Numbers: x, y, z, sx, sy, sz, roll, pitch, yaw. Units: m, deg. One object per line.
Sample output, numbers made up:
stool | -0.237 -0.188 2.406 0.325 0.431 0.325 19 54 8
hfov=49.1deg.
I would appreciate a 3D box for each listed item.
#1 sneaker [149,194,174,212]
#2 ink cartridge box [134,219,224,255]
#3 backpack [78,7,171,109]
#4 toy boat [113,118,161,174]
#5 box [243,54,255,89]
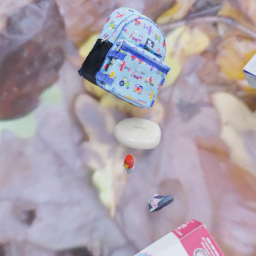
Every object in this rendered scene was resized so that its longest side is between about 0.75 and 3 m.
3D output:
sneaker | 0.725 1.666 6.490 0.307 0.876 0.359 3 57 -32
ink cartridge box | 0.872 3.512 5.814 2.751 1.178 2.031 -30 81 -5
backpack | 0.129 -1.662 6.526 1.354 1.837 2.012 32 95 51
toy boat | 0.145 0.407 6.894 1.196 0.661 1.423 13 57 7
box | 3.847 -1.439 6.442 1.637 0.859 1.506 -49 54 4
